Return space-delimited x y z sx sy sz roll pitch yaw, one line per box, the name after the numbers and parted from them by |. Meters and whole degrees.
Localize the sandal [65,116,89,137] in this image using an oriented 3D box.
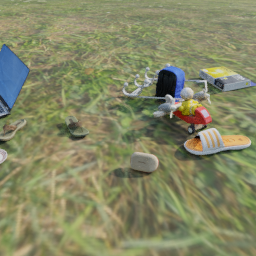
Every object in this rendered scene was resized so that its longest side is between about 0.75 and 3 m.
-1.722 -0.095 9.127 0.507 0.364 1.276 -22 44 -30 | sandal

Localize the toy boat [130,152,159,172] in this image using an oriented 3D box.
0.456 0.908 7.564 0.755 0.493 0.493 9 4 14 | toy boat

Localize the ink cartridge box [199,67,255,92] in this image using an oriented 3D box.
4.518 -2.287 12.642 1.861 0.437 1.839 -14 34 -17 | ink cartridge box

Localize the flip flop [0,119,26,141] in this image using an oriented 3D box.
-3.773 -0.002 8.988 0.541 0.384 1.333 11 34 16 | flip flop

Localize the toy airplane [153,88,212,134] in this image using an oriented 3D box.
1.859 -0.777 9.373 1.834 1.299 1.842 6 33 11 | toy airplane

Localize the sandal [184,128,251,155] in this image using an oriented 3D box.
2.657 0.281 8.302 2.082 0.597 0.798 -7 29 -11 | sandal

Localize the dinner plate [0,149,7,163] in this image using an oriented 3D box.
-3.850 0.868 7.864 0.867 0.105 0.867 0 33 0 | dinner plate

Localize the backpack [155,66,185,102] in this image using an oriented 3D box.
1.684 -1.780 10.997 1.032 1.270 1.066 21 38 32 | backpack

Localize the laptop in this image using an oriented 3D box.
-5.196 -1.595 10.067 2.705 1.568 2.533 -24 47 -30 | laptop

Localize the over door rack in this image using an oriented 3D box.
1.549 -1.780 11.305 2.936 0.978 2.169 18 37 26 | over door rack
